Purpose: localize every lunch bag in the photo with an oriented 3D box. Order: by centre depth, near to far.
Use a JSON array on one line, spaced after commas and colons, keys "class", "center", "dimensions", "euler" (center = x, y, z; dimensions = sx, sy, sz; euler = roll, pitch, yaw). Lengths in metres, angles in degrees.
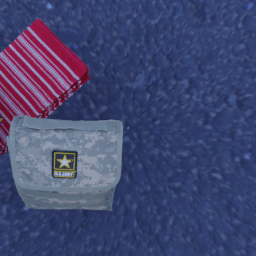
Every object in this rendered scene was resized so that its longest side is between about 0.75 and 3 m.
[{"class": "lunch bag", "center": [-1.128, 0.671, 5.426], "dimensions": [1.900, 2.317, 1.362], "euler": [3, 53, -6]}]

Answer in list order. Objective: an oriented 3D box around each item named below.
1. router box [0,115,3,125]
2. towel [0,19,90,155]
[{"class": "router box", "center": [-3.502, -0.211, 5.596], "dimensions": [2.286, 0.597, 1.797], "euler": [45, 124, 21]}, {"class": "towel", "center": [-2.352, -0.964, 6.183], "dimensions": [2.664, 0.300, 1.927], "euler": [-42, 78, 0]}]
